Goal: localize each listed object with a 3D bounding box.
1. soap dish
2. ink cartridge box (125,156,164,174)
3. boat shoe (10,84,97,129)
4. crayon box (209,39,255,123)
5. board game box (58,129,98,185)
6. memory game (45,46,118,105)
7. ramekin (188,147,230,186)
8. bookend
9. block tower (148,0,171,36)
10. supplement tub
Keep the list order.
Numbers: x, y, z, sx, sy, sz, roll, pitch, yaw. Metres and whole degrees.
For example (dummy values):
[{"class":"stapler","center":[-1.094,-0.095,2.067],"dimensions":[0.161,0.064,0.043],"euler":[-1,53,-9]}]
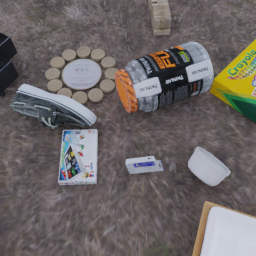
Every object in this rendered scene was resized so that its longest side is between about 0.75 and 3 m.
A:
[{"class":"soap dish","center":[2.922,3.282,6.617],"dimensions":[2.845,1.155,2.238],"euler":[17,62,10]},{"class":"ink cartridge box","center":[0.490,1.057,8.032],"dimensions":[1.038,0.516,0.203],"euler":[-7,44,15]},{"class":"boat shoe","center":[-2.419,-0.468,8.907],"dimensions":[2.983,1.075,1.058],"euler":[18,70,22]},{"class":"crayon box","center":[4.539,-1.586,9.555],"dimensions":[2.266,0.766,2.626],"euler":[40,68,20]},{"class":"board game box","center":[-1.478,0.848,8.468],"dimensions":[1.081,0.296,1.713],"euler":[-1,61,-1]},{"class":"memory game","center":[-1.638,-1.928,10.100],"dimensions":[2.675,0.170,2.675],"euler":[0,61,-1]},{"class":"ramekin","center":[2.222,1.105,7.848],"dimensions":[1.127,1.127,0.591],"euler":[40,105,20]},{"class":"bookend","center":[-4.657,-2.485,9.966],"dimensions":[2.052,0.945,2.039],"euler":[29,65,15]},{"class":"block tower","center":[1.259,-4.927,11.480],"dimensions":[0.669,0.716,2.477],"euler":[-4,62,-2]},{"class":"supplement tub","center":[1.110,-1.574,9.008],"dimensions":[2.820,1.728,1.728],"euler":[-21,63,-12]}]
